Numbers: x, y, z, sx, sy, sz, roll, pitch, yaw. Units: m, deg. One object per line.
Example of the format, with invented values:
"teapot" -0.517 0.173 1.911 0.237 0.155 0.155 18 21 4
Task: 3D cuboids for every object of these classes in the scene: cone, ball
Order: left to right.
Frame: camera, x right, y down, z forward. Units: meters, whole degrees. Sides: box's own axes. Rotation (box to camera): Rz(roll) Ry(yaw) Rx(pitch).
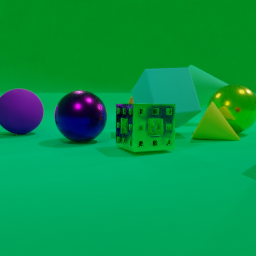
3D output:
"ball" -2.866 -0.438 7.443 1.206 1.206 1.206 0 8 0
"ball" -1.062 -0.263 6.354 1.182 1.182 1.182 0 8 0
"cone" 2.923 -1.296 9.555 1.679 1.673 1.673 7 10 28
"cone" 2.214 0.046 6.688 1.013 1.009 1.009 29 14 10
"ball" 2.832 -0.510 7.586 1.325 1.325 1.325 0 8 0

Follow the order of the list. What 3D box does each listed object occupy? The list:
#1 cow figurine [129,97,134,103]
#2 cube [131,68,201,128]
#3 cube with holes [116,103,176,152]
"cow figurine" 0.243 -0.666 9.338 0.674 1.228 1.208 19 -23 -3
"cube" 0.944 -0.722 7.369 1.247 1.247 1.247 -6 -17 -18
"cube with holes" 0.324 -0.043 5.555 0.874 0.874 0.874 -1 5 -24
